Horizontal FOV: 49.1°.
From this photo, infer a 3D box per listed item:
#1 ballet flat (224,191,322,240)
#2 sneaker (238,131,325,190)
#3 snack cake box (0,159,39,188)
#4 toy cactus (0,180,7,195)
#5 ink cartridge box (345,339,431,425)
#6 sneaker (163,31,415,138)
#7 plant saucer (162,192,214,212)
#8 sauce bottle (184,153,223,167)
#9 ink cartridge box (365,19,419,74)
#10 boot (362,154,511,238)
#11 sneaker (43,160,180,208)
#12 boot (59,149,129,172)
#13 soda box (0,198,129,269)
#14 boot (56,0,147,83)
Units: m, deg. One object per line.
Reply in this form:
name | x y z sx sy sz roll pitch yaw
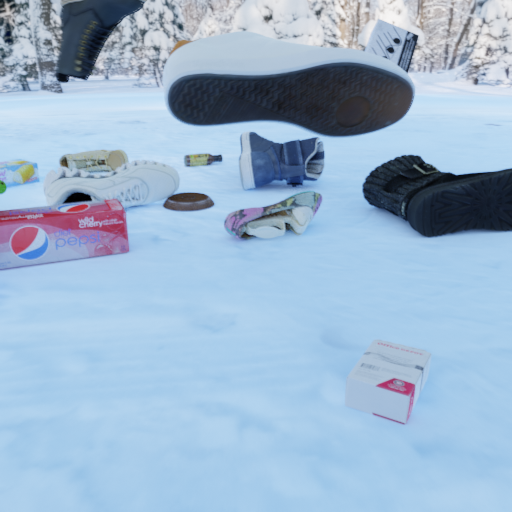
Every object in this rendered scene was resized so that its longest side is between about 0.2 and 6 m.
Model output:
ballet flat | 0.481 -0.707 11.271 2.262 0.782 0.805 -14 43 -22
sneaker | 0.713 -2.826 15.730 2.319 1.220 3.209 -10 30 4
snack cake box | -6.973 -2.214 15.338 0.972 0.568 1.690 17 26 35
toy cactus | -6.634 -1.114 12.097 2.377 1.215 1.961 4 39 3
ink cartridge box | 1.449 1.337 6.103 0.679 0.390 0.934 11 23 27
sneaker | 0.369 -2.008 6.067 2.718 0.989 1.151 1 48 -13
plant saucer | -1.626 -1.322 13.486 1.252 0.216 1.252 1 20 0
sauce bottle | -1.690 -3.087 17.938 1.233 0.399 0.399 -9 22 -22
ink cartridge box | 2.020 -2.946 8.883 0.736 1.566 0.346 21 -19 -3
boot | 4.301 -1.459 12.290 3.398 1.279 2.541 -5 21 -12
sneaker | -3.224 -1.418 12.744 3.072 1.154 1.245 -9 33 -13
boot | -4.816 -2.771 16.626 1.520 0.712 1.956 -18 26 -40
soda box | -3.627 -0.404 10.037 2.537 0.888 0.804 -9 22 -22
boot | -2.495 -3.492 8.936 0.817 1.459 2.109 6 7 -42
